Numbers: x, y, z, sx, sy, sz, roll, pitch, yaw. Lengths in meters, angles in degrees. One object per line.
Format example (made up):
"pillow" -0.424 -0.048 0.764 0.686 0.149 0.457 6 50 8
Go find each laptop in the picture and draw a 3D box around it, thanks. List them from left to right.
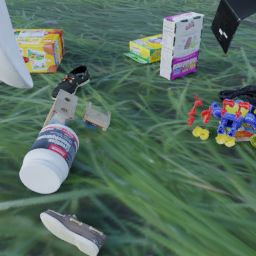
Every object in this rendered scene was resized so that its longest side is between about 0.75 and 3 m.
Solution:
"laptop" 2.887 -2.888 7.247 0.754 1.460 1.294 0 49 -9

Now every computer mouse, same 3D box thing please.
"computer mouse" 4.160 -0.538 8.260 1.904 0.624 2.712 -15 33 -26

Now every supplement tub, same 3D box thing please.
"supplement tub" -1.701 0.644 6.201 0.962 0.962 1.371 4 36 5

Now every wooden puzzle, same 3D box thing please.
"wooden puzzle" 3.088 0.051 7.709 0.957 0.178 0.885 0 35 0

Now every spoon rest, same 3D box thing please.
"spoon rest" -2.251 -1.810 4.490 0.827 1.356 2.729 -33 82 -6

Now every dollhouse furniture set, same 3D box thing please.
"dollhouse furniture set" -1.382 -0.077 7.447 1.490 1.050 1.044 25 32 -17

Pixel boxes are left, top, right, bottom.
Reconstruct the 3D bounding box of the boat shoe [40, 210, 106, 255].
"boat shoe" -0.995 1.801 5.034 1.270 0.456 0.378 22 41 21

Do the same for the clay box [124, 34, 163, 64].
"clay box" 1.250 -3.553 12.370 2.577 0.613 1.481 -21 40 -28

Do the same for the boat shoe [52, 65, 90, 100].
"boat shoe" -1.993 -1.587 9.664 0.709 0.608 1.939 16 40 20

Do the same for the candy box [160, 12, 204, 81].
"candy box" 1.940 -2.984 10.262 1.459 2.140 0.653 -24 42 -31

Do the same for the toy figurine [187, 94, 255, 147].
"toy figurine" 2.977 -0.413 7.277 2.490 1.313 1.492 16 41 25

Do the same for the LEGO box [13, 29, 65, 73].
"LEGO box" -4.230 -3.170 11.394 2.901 1.119 2.160 0 36 -1

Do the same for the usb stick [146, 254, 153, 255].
"usb stick" 0.546 2.426 4.399 0.271 0.159 0.976 -20 40 -25
